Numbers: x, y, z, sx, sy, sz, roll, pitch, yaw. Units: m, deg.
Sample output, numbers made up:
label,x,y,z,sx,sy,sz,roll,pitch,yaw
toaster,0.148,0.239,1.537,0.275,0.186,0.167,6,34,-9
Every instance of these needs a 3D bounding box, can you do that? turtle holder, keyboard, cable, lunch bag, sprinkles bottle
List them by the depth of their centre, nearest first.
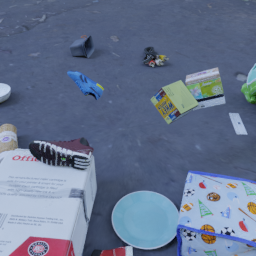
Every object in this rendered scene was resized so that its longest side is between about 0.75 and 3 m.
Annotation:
label,x,y,z,sx,sy,sz,roll,pitch,yaw
lunch bag,2.168,1.961,5.832,2.065,1.279,1.756,3,35,18
sprinkles bottle,-3.579,0.536,8.343,0.567,0.567,1.660,-12,38,-16
keyboard,3.817,-0.162,9.738,0.354,0.067,1.257,7,37,1
turtle holder,5.092,-1.651,10.170,1.539,2.026,1.439,-7,72,10
cable,1.147,-3.571,14.237,1.160,0.601,2.389,-23,27,-3

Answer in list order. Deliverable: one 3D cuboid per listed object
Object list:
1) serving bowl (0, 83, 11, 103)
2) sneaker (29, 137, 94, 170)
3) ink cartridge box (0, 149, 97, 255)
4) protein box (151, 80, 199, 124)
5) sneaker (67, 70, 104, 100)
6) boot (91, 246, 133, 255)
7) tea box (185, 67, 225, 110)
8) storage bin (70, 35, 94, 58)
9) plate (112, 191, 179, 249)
label,x,y,z,sx,sy,sz,roll,pitch,yaw
serving bowl,-5.218,-1.260,10.906,1.299,0.427,1.299,1,36,0
sneaker,-1.467,0.470,6.457,1.438,0.544,0.831,16,31,3
ink cartridge box,-1.974,1.881,5.918,2.150,1.248,2.980,3,36,4
protein box,1.101,-0.612,6.603,0.753,0.508,0.747,-26,77,-40
sneaker,-1.094,-1.062,6.938,1.011,0.333,0.396,31,75,-13
boot,-0.363,2.832,5.236,0.975,0.490,1.352,-3,22,-2
tea box,1.903,-0.958,6.896,0.803,0.790,0.537,-13,25,21
storage bin,-2.449,-4.292,14.700,0.913,0.989,1.360,-3,35,13
plate,0.410,2.120,6.501,1.573,0.201,1.573,0,35,0
